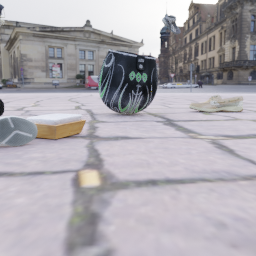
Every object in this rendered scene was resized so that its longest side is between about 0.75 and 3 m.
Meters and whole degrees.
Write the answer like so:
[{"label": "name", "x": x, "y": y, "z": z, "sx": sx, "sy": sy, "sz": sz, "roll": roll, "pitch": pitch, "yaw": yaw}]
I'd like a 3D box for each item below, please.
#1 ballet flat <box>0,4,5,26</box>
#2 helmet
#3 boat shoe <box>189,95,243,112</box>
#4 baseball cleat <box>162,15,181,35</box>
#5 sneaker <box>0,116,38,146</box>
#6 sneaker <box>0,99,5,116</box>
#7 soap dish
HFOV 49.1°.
[{"label": "ballet flat", "x": -4.270, "y": -3.656, "z": 9.312, "sx": 0.349, "sy": 0.956, "sz": 0.349, "roll": 18, "pitch": 37, "yaw": -14}, {"label": "helmet", "x": -0.018, "y": -1.676, "z": 10.763, "sx": 2.485, "sy": 2.369, "sz": 2.485, "roll": 10, "pitch": 16, "yaw": -3}, {"label": "boat shoe", "x": 3.858, "y": -1.096, "z": 12.280, "sx": 2.316, "sy": 0.752, "sz": 0.836, "roll": 1, "pitch": 8, "yaw": 4}, {"label": "baseball cleat", "x": 1.733, "y": -3.891, "z": 10.552, "sx": 0.985, "sy": 0.344, "sz": 0.524, "roll": 22, "pitch": -28, "yaw": -32}, {"label": "sneaker", "x": -2.502, "y": 0.072, "z": 5.115, "sx": 1.606, "sy": 0.565, "sz": 0.643, "roll": -6, "pitch": 7, "yaw": -30}, {"label": "sneaker", "x": -5.270, "y": -0.672, "z": 9.115, "sx": 1.080, "sy": 0.839, "sz": 2.399, "roll": 8, "pitch": 13, "yaw": 27}, {"label": "soap dish", "x": -1.599, "y": -0.049, "z": 6.251, "sx": 0.881, "sy": 0.455, "sz": 1.120, "roll": 4, "pitch": 9, "yaw": 24}]
